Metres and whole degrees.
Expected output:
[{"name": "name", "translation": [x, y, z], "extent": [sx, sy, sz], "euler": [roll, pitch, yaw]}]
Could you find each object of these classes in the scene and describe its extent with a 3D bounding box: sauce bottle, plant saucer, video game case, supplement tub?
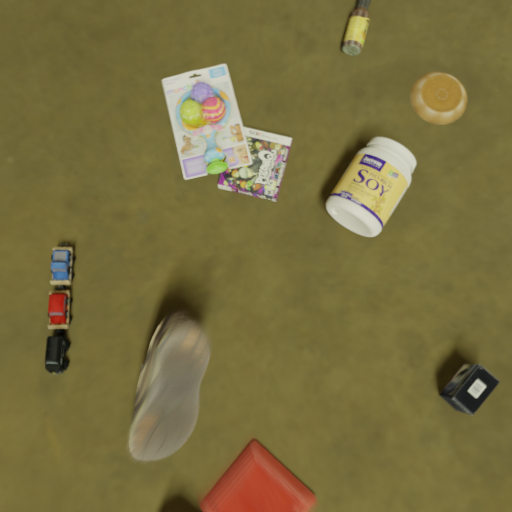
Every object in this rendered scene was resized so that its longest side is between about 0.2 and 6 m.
[{"name": "sauce bottle", "translation": [2.192, -4.974, 12.033], "extent": [0.422, 0.422, 1.305], "euler": [15, 81, 3]}, {"name": "plant saucer", "translation": [3.887, -3.376, 11.828], "extent": [1.206, 0.214, 1.206], "euler": [0, 79, 0]}, {"name": "video game case", "translation": [-0.019, -1.908, 11.517], "extent": [1.247, 0.246, 1.376], "euler": [14, 79, 5]}, {"name": "supplement tub", "translation": [2.252, -1.339, 10.920], "extent": [1.206, 1.206, 1.659], "euler": [32, 82, 6]}, {"name": "plant saucer", "translation": [0.027, 4.521, 10.204], "extent": [1.574, 0.289, 1.577], "euler": [41, 84, 7]}]

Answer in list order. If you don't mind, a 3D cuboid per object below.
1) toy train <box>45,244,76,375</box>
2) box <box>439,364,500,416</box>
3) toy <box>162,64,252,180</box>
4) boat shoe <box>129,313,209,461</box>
[{"name": "toy train", "translation": [-3.804, 0.986, 10.780], "extent": [0.435, 0.584, 2.548], "euler": [0, 79, 0]}, {"name": "box", "translation": [3.920, 2.460, 10.377], "extent": [0.500, 0.805, 0.811], "euler": [42, 82, 7]}, {"name": "toy", "translation": [-1.053, -2.873, 11.434], "extent": [1.423, 0.583, 2.471], "euler": [-14, 75, -2]}, {"name": "boat shoe", "translation": [-1.548, 2.316, 9.914], "extent": [1.102, 1.084, 2.958], "euler": [13, 113, -22]}]
